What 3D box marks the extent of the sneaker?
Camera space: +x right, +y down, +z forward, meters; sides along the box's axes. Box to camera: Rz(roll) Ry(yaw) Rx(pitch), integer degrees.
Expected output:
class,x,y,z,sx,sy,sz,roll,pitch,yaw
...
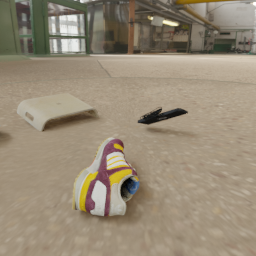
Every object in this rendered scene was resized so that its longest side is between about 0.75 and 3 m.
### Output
class,x,y,z,sx,sy,sz,roll,pitch,yaw
sneaker,-0.202,0.794,4.709,0.877,0.729,1.946,12,26,10

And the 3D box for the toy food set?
class,x,y,z,sx,sy,sz,roll,pitch,yaw
toy food set,-2.193,-0.481,8.879,2.075,0.627,1.489,-18,37,-41

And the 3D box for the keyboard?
class,x,y,z,sx,sy,sz,roll,pitch,yaw
keyboard,0.864,-0.381,7.496,1.353,0.268,0.704,-17,-17,37
